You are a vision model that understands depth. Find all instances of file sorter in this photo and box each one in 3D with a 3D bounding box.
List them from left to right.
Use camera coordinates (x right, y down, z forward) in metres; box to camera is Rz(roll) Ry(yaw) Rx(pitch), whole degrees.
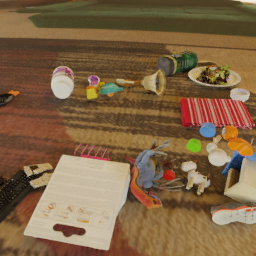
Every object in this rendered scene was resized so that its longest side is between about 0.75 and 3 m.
[{"bbox_3d":[-1.237,1.003,9.563,1.042,0.653,0.724,8,33,12],"label":"file sorter"}]

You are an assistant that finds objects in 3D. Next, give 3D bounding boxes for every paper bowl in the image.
[{"bbox_3d":[5.480,-1.572,13.784,0.878,0.457,0.878,0,33,0],"label":"paper bowl"}]

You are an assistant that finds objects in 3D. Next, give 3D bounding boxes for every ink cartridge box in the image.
[{"bbox_3d":[-1.257,2.088,8.046,2.286,0.707,2.819,7,43,8],"label":"ink cartridge box"}]

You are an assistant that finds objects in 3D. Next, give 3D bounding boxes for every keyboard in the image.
[{"bbox_3d":[-3.803,1.977,8.218,1.271,0.484,2.442,12,33,18],"label":"keyboard"}]

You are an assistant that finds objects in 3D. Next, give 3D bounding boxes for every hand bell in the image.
[{"bbox_3d":[0.611,-2.381,14.762,2.502,1.303,1.303,5,31,31],"label":"hand bell"}]

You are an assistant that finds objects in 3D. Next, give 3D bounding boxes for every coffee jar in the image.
[{"bbox_3d":[2.978,-3.966,17.005,2.417,1.031,1.261,-21,38,-28],"label":"coffee jar"}]

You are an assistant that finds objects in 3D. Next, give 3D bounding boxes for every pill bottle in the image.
[{"bbox_3d":[-3.337,-2.316,14.343,1.126,1.126,2.007,-5,34,-8],"label":"pill bottle"}]

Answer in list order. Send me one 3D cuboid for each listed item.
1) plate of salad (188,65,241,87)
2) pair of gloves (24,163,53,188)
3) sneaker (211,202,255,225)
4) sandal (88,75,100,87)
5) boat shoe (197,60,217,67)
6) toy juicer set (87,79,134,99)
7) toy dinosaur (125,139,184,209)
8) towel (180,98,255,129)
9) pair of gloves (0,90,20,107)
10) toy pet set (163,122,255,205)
[{"bbox_3d":[4.920,-3.089,15.926,2.898,0.696,2.898,0,34,0],"label":"plate of salad"},{"bbox_3d":[-2.784,1.481,9.072,0.944,0.195,1.110,-8,32,-36],"label":"pair of gloves"},{"bbox_3d":[3.023,2.235,7.741,1.517,0.585,0.621,-1,26,-3],"label":"sneaker"},{"bbox_3d":[-1.888,-2.723,15.658,0.636,0.384,1.562,-6,33,-9],"label":"sandal"},{"bbox_3d":[5.005,-4.083,17.720,1.259,0.464,0.435,8,39,14],"label":"boat shoe"},{"bbox_3d":[-0.992,-2.003,14.397,2.416,0.657,1.537,-15,21,-10],"label":"toy juicer set"},{"bbox_3d":[0.556,1.434,8.010,2.817,1.479,2.556,-31,2,39],"label":"toy dinosaur"},{"bbox_3d":[3.801,-0.675,12.381,2.915,0.328,2.108,2,37,3],"label":"towel"},{"bbox_3d":[-6.701,-1.524,13.918,2.076,0.257,1.850,11,33,11],"label":"pair of gloves"},{"bbox_3d":[2.835,0.800,7.955,2.707,2.900,1.540,28,53,1],"label":"toy pet set"}]
